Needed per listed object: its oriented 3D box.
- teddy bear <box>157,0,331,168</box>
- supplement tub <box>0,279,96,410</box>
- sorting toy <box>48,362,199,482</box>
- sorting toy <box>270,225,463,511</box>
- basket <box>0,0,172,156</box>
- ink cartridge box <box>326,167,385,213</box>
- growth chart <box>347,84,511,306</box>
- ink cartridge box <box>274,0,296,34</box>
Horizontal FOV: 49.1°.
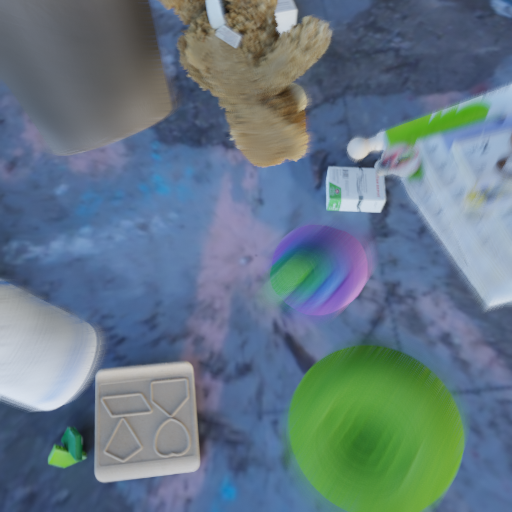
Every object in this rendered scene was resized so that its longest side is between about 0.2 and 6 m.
[{"bbox_3d":[-0.139,-2.335,6.115,2.720,1.972,0.908,50,48,-14],"label":"teddy bear"},{"bbox_3d":[-2.012,0.666,4.492,0.818,1.239,0.818,-29,41,29],"label":"supplement tub"},{"bbox_3d":[-1.629,2.043,6.871,1.785,0.263,1.320,-4,67,-6],"label":"sorting toy"},{"bbox_3d":[0.657,1.418,3.305,1.151,1.143,3.319,-17,87,22],"label":"sorting toy"},{"bbox_3d":[-2.094,-2.639,6.101,2.428,2.693,1.831,-16,27,10],"label":"basket"},{"bbox_3d":[1.482,-0.994,8.407,0.829,0.344,0.608,3,63,2],"label":"ink cartridge box"},{"bbox_3d":[2.533,-0.618,4.798,2.478,0.304,3.424,-23,40,1],"label":"growth chart"},{"bbox_3d":[0.000,-4.715,10.205,1.013,0.586,1.744,-14,63,-7],"label":"ink cartridge box"}]
